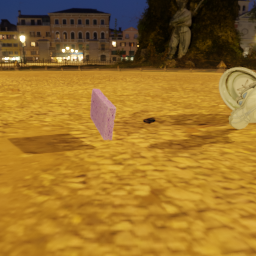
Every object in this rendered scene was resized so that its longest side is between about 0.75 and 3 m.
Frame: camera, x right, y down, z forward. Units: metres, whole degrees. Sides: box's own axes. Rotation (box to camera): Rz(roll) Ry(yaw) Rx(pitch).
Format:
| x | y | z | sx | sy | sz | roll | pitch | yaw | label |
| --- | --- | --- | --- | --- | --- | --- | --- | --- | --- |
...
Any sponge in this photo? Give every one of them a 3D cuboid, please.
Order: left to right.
| x | y | z | sx | sy | sz | roll | pitch | yaw | label |
| --- | --- | --- | --- | --- | --- | --- | --- | --- | --- |
| -0.710 | -0.406 | 7.528 | 0.239 | 0.893 | 1.601 | -1 | 25 | -21 | sponge |

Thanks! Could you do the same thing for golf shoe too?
| x | y | z | sx | sy | sz | roll | pitch | yaw | label |
| --- | --- | --- | --- | --- | --- | --- | --- | --- | --- |
| 3.489 | -0.352 | 7.920 | 0.786 | 2.007 | 0.976 | -35 | 62 | -8 | golf shoe |

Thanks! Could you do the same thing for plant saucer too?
| x | y | z | sx | sy | sz | roll | pitch | yaw | label |
| --- | --- | --- | --- | --- | --- | --- | --- | --- | --- |
| 4.347 | -1.407 | 10.396 | 0.494 | 1.969 | 1.969 | -34 | 30 | -25 | plant saucer |
